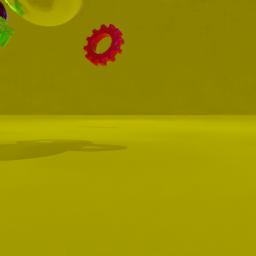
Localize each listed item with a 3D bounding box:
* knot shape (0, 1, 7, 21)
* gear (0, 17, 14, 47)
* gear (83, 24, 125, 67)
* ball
[{"bbox_3d":[-3.080,-2.279,5.509,1.297,1.386,0.640,11,-33,-24],"label":"knot shape"},{"bbox_3d":[-2.233,-1.611,3.954,1.186,0.219,1.186,36,17,-13],"label":"gear"},{"bbox_3d":[-0.834,-2.833,9.577,1.455,1.455,0.269,1,-14,27],"label":"gear"},{"bbox_3d":[-1.192,-2.121,4.005,1.271,1.271,1.271,0,3,0],"label":"ball"}]
